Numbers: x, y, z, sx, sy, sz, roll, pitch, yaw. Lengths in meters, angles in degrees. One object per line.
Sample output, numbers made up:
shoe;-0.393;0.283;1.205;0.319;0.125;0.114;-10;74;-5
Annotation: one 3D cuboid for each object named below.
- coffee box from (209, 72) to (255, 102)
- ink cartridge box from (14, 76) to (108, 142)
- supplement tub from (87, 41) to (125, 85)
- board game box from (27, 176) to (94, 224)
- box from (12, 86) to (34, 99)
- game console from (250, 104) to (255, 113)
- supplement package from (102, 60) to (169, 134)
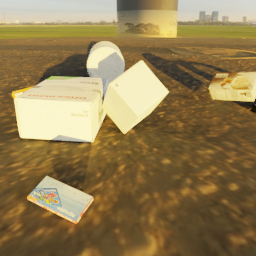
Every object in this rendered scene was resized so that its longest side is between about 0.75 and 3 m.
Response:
coffee box;3.335;-1.312;8.827;1.337;0.533;0.764;8;58;37
ink cartridge box;-1.506;-0.586;7.129;1.725;0.996;2.371;3;22;4
supplement tub;-0.956;-2.819;11.947;1.533;1.533;2.323;-2;22;-5
board game box;-0.967;1.009;4.016;0.855;0.083;0.440;18;45;22
box;-3.008;-0.967;8.562;0.879;0.523;0.182;-17;43;-8
game console;4.549;-0.608;8.371;1.670;0.201;0.985;-16;26;-31
supplement package;0.089;-0.605;6.133;0.886;0.889;1.516;-38;-4;-16
